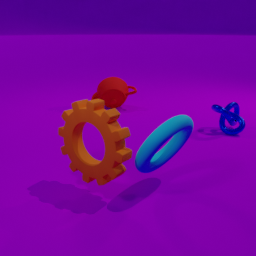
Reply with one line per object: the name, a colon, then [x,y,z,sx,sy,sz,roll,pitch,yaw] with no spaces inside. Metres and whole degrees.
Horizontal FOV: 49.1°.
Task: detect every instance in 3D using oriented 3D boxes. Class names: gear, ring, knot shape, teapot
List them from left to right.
gear: [-0.629,0.254,5.021,1.523,1.523,0.282,14,21,33]
teapot: [-0.623,-1.243,10.477,1.957,1.217,0.958,-12,44,6]
ring: [0.670,0.309,5.122,1.349,1.349,0.270,-20,57,-42]
knot shape: [3.037,-0.273,8.333,1.129,0.522,1.057,7,56,-27]
